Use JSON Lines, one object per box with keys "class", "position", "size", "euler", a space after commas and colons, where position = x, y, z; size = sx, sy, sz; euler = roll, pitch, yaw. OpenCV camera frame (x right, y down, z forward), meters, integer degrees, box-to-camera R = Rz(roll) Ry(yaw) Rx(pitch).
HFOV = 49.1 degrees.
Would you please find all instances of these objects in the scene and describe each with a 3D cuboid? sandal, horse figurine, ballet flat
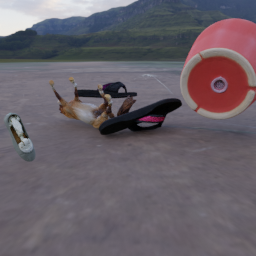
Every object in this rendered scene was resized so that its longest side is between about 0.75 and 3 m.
{"class": "sandal", "position": [-0.523, -1.089, 7.910], "size": [2.001, 0.479, 0.752], "euler": [-3, 4, -39]}
{"class": "sandal", "position": [0.398, -0.159, 7.017], "size": [2.320, 0.523, 0.871], "euler": [-20, -20, -23]}
{"class": "horse figurine", "position": [-0.985, -0.532, 7.254], "size": [2.406, 1.594, 0.600], "euler": [14, 54, 15]}
{"class": "ballet flat", "position": [-1.825, 0.165, 4.762], "size": [0.305, 0.906, 0.289], "euler": [-31, 10, -37]}

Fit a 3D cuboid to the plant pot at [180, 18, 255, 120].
{"class": "plant pot", "position": [2.184, -1.235, 6.325], "size": [2.137, 2.137, 1.891], "euler": [8, 29, 25]}
